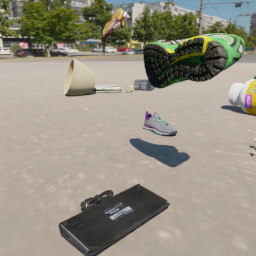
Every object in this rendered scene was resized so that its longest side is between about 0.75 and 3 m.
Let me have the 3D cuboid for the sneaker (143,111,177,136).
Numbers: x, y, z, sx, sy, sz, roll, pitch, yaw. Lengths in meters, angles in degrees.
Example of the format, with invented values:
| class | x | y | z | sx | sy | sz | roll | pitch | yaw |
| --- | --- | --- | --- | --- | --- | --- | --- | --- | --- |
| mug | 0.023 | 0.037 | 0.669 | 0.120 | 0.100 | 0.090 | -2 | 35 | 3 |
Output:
| class | x | y | z | sx | sy | sz | roll | pitch | yaw |
| --- | --- | --- | --- | --- | --- | --- | --- | --- | --- |
| sneaker | 0.887 | -0.141 | 8.027 | 0.458 | 0.539 | 1.231 | -14 | 21 | -40 |

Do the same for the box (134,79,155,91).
| class | x | y | z | sx | sy | sz | roll | pitch | yaw |
| --- | --- | --- | --- | --- | --- | --- | --- | --- | --- |
| box | 0.944 | -2.459 | 15.935 | 1.045 | 0.559 | 0.775 | 5 | 17 | 17 |

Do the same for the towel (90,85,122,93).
| class | x | y | z | sx | sy | sz | roll | pitch | yaw |
| --- | --- | --- | --- | --- | --- | --- | --- | --- | --- |
| towel | -1.371 | -2.246 | 15.645 | 1.866 | 0.322 | 1.796 | -4 | 17 | -10 |

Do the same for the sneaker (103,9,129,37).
| class | x | y | z | sx | sy | sz | roll | pitch | yaw |
| --- | --- | --- | --- | --- | --- | --- | --- | --- | --- |
| sneaker | -0.532 | -4.491 | 12.328 | 0.636 | 1.412 | 0.529 | 23 | 36 | -33 |

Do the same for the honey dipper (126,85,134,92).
| class | x | y | z | sx | sy | sz | roll | pitch | yaw |
| --- | --- | --- | --- | --- | --- | --- | --- | --- | --- |
| honey dipper | 0.289 | -2.263 | 15.803 | 0.349 | 0.349 | 1.840 | 4 | 12 | 14 |

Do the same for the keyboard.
| class | x | y | z | sx | sy | sz | roll | pitch | yaw |
| --- | --- | --- | --- | --- | --- | --- | --- | --- | --- |
| keyboard | -0.209 | 1.214 | 4.032 | 0.943 | 0.201 | 1.570 | 23 | 26 | 39 |

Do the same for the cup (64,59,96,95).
| class | x | y | z | sx | sy | sz | roll | pitch | yaw |
| --- | --- | --- | --- | --- | --- | --- | --- | --- | --- |
| cup | -2.369 | -2.433 | 14.159 | 1.300 | 1.817 | 1.817 | 12 | 11 | -23 |

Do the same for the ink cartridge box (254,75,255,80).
| class | x | y | z | sx | sy | sz | roll | pitch | yaw |
| --- | --- | --- | --- | --- | --- | --- | --- | --- | --- |
| ink cartridge box | 6.866 | -1.693 | 12.327 | 1.892 | 1.097 | 2.613 | 2 | 16 | 7 |

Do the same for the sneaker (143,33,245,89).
| class | x | y | z | sx | sy | sz | roll | pitch | yaw |
| --- | --- | --- | --- | --- | --- | --- | --- | --- | --- |
| sneaker | 0.961 | -1.095 | 4.609 | 0.857 | 0.785 | 2.012 | -20 | 20 | -28 |

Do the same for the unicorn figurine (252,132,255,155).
| class | x | y | z | sx | sy | sz | roll | pitch | yaw |
| --- | --- | --- | --- | --- | --- | --- | --- | --- | --- |
| unicorn figurine | 3.131 | 0.473 | 6.386 | 0.665 | 0.358 | 0.968 | -2 | 28 | -46 |

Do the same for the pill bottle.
| class | x | y | z | sx | sy | sz | roll | pitch | yaw |
| --- | --- | --- | --- | --- | --- | --- | --- | --- | --- |
| pill bottle | 4.879 | -1.062 | 9.953 | 1.248 | 1.248 | 2.394 | -13 | 20 | -38 |
